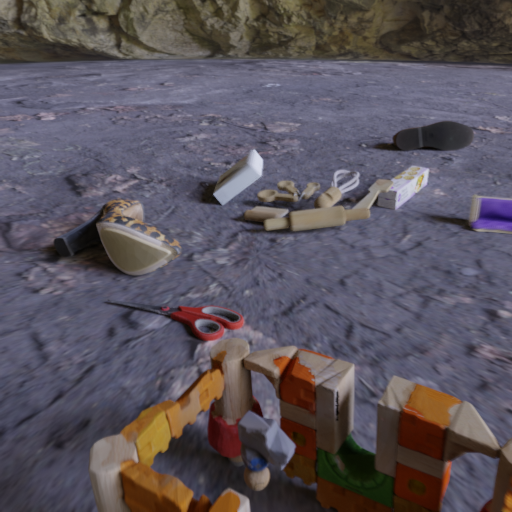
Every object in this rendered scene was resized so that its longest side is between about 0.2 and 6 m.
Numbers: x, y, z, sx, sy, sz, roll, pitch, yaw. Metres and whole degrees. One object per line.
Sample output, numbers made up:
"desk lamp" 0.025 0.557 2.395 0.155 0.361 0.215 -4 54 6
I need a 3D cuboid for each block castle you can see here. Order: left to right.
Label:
"block castle" 0.441 1.915 4.061 2.981 1.399 1.992 13 31 31

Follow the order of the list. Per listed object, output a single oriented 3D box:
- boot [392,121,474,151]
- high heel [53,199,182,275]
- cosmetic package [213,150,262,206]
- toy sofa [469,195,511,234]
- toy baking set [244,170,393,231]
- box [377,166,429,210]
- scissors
"boot" 5.393 -3.676 17.187 2.413 0.888 0.910 -2 13 1
"high heel" -1.949 -0.542 9.826 2.786 0.995 1.986 5 30 33
"cosmetic package" -0.393 -1.819 12.815 1.094 0.375 1.451 -34 18 15
"toy sofa" 4.950 -0.804 10.993 1.408 0.583 0.687 7 23 15
"toy baking set" 1.356 -1.239 11.635 3.226 0.375 2.476 -5 30 4
"box" 3.436 -1.613 12.975 0.463 0.432 2.234 15 28 30
"scissors" -1.158 0.790 8.065 2.067 0.144 0.756 14 30 30
